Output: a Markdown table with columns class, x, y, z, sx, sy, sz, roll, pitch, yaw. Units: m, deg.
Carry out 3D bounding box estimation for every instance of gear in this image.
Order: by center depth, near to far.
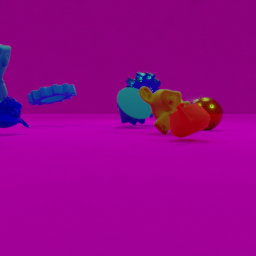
| class | x | y | z | sx | sy | sz | roll | pitch | yaw |
| --- | --- | --- | --- | --- | --- | --- | --- | --- | --- |
| gear | -2.635 | -1.148 | 9.769 | 1.617 | 0.299 | 1.617 | -14 | -2 | -1 |
| gear | 0.459 | -1.050 | 10.144 | 1.906 | 1.906 | 0.352 | -3 | 25 | -44 |

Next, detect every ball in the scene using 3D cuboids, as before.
| class | x | y | z | sx | sy | sz | roll | pitch | yaw |
| --- | --- | --- | --- | --- | --- | --- | --- | --- | --- |
| ball | 2.093 | -0.383 | 7.553 | 0.900 | 0.900 | 0.900 | 0 | 3 | 0 |

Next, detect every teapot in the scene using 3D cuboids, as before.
| class | x | y | z | sx | sy | sz | roll | pitch | yaw |
| --- | --- | --- | --- | --- | --- | --- | --- | --- | --- |
| teapot | 1.001 | -0.167 | 4.746 | 0.699 | 0.550 | 1.124 | -25 | -10 | 18 |

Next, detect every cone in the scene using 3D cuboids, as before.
| class | x | y | z | sx | sy | sz | roll | pitch | yaw |
| --- | --- | --- | --- | --- | --- | --- | --- | --- | --- |
| cone | 0.008 | -0.455 | 8.932 | 1.184 | 1.184 | 1.188 | -2 | -31 | -27 |

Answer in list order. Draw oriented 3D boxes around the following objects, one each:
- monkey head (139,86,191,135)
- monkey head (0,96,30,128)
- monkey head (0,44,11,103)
| class | x | y | z | sx | sy | sz | roll | pitch | yaw |
| --- | --- | --- | --- | --- | --- | --- | --- | --- | --- |
| monkey head | 0.834 | -0.330 | 6.271 | 1.477 | 1.063 | 0.890 | 42 | -19 | -16 |
| monkey head | -2.690 | -0.354 | 6.146 | 1.134 | 0.683 | 0.816 | 11 | 9 | -13 |
| monkey head | -2.399 | -0.948 | 4.399 | 0.952 | 1.136 | 1.580 | 22 | 48 | 12 |
